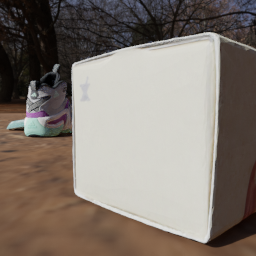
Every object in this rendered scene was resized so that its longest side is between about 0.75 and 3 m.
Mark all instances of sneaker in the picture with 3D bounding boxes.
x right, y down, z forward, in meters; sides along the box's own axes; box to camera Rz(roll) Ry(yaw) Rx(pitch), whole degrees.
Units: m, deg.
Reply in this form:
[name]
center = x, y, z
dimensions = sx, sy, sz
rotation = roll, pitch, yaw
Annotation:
[sneaker]
center = -1.734, -0.721, 7.077
dimensions = 0.954, 1.716, 2.453
rotation = 0, 4, 7

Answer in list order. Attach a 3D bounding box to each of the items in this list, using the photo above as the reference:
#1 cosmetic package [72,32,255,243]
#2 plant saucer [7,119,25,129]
[cosmetic package]
center = 0.749, -0.012, 2.261
dimensions = 2.159, 0.942, 1.116
rotation = -3, 5, -43
[plant saucer]
center = -2.857, -0.169, 8.593
dimensions = 1.624, 0.222, 1.624
rotation = -7, 1, 0
